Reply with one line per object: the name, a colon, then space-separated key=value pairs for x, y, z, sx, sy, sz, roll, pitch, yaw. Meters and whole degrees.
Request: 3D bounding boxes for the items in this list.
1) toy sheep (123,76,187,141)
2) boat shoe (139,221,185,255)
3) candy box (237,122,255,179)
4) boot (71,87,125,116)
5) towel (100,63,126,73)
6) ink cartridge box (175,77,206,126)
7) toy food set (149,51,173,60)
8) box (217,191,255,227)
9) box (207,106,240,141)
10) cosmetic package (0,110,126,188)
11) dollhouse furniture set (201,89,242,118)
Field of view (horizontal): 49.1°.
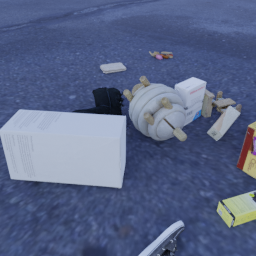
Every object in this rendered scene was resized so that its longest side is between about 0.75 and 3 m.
toy sheep: x=0.884 y=-0.501 z=8.505 sx=1.813 sy=1.813 sz=2.629 roll=-14 pitch=48 yaw=-20
boat shoe: x=0.724 y=2.339 z=5.454 sx=1.313 sy=0.459 sz=0.435 roll=-26 pitch=55 yaw=-35
candy box: x=4.079 y=0.253 z=7.676 sx=2.369 sy=1.382 sz=0.669 roll=-21 pitch=39 yaw=-29
boot: x=-0.996 y=-0.730 z=9.376 sx=1.906 sy=0.705 sz=1.562 roll=3 pitch=49 yaw=-13
towel: x=-0.707 y=-2.861 z=13.361 sx=1.139 sy=0.196 sz=0.755 roll=-11 pitch=37 yaw=-17
ink cartridge box: x=2.021 y=-0.892 z=9.378 sx=0.994 sy=1.362 sz=0.574 roll=-27 pitch=43 yaw=-34
toy food set: x=1.797 y=-3.800 z=14.766 sx=1.329 sy=0.209 sz=0.845 roll=0 pitch=34 yaw=-14
box: x=2.762 y=1.772 z=6.348 sx=1.383 sy=0.347 sz=0.521 roll=-12 pitch=35 yaw=-16
box: x=2.934 y=-0.148 z=8.587 sx=0.401 sy=0.489 sz=1.031 roll=40 pitch=66 yaw=11
cosmetic package: x=-1.512 y=0.508 z=7.132 sx=2.875 sy=1.547 sz=1.220 roll=4 pitch=30 yaw=3
dollhouse furniture set: x=3.208 y=-0.956 z=9.939 sx=1.271 sy=0.845 sz=1.114 roll=-12 pitch=36 yaw=-17
